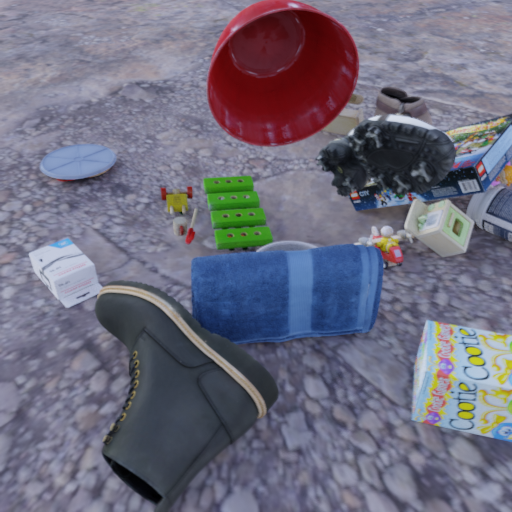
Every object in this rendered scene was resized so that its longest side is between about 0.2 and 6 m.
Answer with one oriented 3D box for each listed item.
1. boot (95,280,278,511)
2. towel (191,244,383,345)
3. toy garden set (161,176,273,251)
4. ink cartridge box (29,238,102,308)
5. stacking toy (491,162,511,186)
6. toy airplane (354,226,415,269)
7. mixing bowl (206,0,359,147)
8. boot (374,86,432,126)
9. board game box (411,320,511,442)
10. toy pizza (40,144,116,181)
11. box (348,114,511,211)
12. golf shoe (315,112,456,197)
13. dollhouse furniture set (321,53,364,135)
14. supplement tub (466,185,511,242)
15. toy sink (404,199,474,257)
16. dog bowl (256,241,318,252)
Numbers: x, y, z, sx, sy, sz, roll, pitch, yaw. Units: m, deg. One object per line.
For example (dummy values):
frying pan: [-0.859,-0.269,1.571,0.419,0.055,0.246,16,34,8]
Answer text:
boot: [-1.768,1.858,8.218,3.493,1.353,2.416,25,49,30]
towel: [0.490,0.680,9.272,3.148,1.757,0.764,-4,36,-6]
toy garden set: [-0.955,-0.848,12.363,2.170,0.520,2.604,-5,38,-9]
ink cartridge box: [-3.652,0.305,10.818,0.844,0.494,1.455,-28,45,-31]
stacking toy: [5.200,-2.016,12.588,1.313,1.389,2.393,-19,21,7]
toy airplane: [2.616,-0.317,11.425,1.059,0.751,1.064,18,41,23]
mixing bowl: [0.408,-4.136,11.952,3.225,3.225,1.747,-7,52,-9]
boot: [2.565,-2.687,11.083,1.902,1.391,0.668,17,57,31]
board game box: [3.495,1.884,8.238,2.156,1.110,1.131,9,38,12]
toy pizza: [-4.582,-2.378,14.494,1.905,0.302,1.905,0,36,0]
box: [3.820,-1.981,12.155,3.251,0.613,2.220,-5,33,52]
golf shoe: [2.124,-1.743,8.513,1.506,1.239,3.187,-35,17,-11]
dollhouse furniture set: [2.703,-4.570,16.221,1.373,1.811,2.066,17,67,23]
supplement tub: [5.371,-0.881,11.951,1.003,1.003,1.429,-30,46,-33]
toy sink: [3.701,-0.627,11.257,1.169,0.655,0.762,34,66,-19]
dog bowl: [0.669,0.382,10.688,1.848,0.542,1.848,0,37,0]
